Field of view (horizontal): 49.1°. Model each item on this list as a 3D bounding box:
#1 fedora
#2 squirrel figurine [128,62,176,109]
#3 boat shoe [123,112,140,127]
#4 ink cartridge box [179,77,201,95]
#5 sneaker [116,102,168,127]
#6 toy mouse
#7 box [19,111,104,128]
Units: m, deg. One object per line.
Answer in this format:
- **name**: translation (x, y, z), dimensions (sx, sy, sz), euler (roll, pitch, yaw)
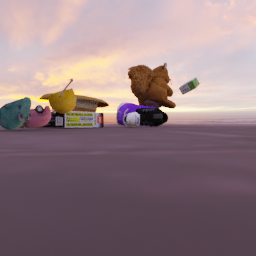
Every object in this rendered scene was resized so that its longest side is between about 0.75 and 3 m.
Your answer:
- **fedora**: translation (-2.122, -0.638, 11.038), dimensions (2.822, 1.151, 2.822), euler (4, -2, 0)
- **squirrel figurine**: translation (1.046, -1.975, 11.959), dimensions (2.190, 2.044, 1.550), euler (31, -27, -27)
- **boat shoe**: translation (0.067, -0.282, 8.901), dimensions (0.462, 0.520, 1.415), euler (2, -3, -6)
- **ink cartridge box**: translation (2.266, -1.560, 10.179), dimensions (0.554, 0.316, 1.067), euler (-27, 6, 30)
- **sneaker**: translation (0.688, -0.498, 10.862), dimensions (1.294, 0.905, 2.602), euler (6, 4, 38)
- **toy mouse**: translation (-2.003, -0.246, 5.692), dimensions (2.014, 0.439, 2.266), euler (-19, -1, -12)
- **box**: translation (-2.207, -0.240, 8.709), dimensions (2.677, 0.465, 1.473), euler (0, 1, 40)
